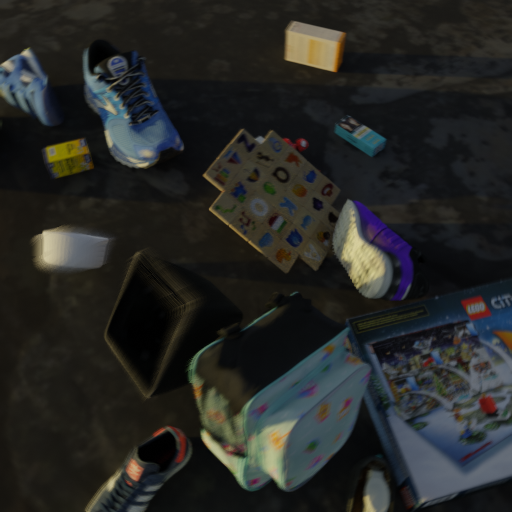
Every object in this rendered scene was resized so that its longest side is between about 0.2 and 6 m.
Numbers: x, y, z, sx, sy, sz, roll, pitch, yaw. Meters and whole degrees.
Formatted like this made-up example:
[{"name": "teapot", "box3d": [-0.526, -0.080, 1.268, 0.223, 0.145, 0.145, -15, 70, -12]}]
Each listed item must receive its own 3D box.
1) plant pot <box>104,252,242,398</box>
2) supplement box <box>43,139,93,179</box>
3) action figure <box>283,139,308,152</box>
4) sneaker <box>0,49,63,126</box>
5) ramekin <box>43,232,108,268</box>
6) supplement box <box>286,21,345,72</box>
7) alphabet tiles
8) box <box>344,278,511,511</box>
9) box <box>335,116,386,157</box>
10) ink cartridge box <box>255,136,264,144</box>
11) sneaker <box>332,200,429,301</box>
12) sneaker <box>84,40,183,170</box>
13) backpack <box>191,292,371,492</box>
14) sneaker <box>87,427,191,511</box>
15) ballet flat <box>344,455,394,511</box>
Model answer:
[{"name": "plant pot", "box3d": [-1.143, 1.000, 8.323, 1.350, 1.518, 1.522, 8, 23, -45]}, {"name": "supplement box", "box3d": [-3.792, -1.962, 11.315, 0.844, 0.459, 0.462, -17, 56, -12]}, {"name": "action figure", "box3d": [0.489, -1.536, 10.866, 1.095, 0.722, 2.212, 28, 60, 28]}, {"name": "sneaker", "box3d": [-4.949, -3.518, 12.193, 1.033, 0.928, 2.511, -27, 52, -14]}, {"name": "ramekin", "box3d": [-3.101, -0.100, 9.561, 1.066, 1.066, 0.520, 7, 92, 5]}, {"name": "supplement box", "box3d": [1.382, -4.940, 13.222, 1.281, 0.807, 0.471, 19, 57, 12]}, {"name": "alphabet tiles", "box3d": [0.411, -1.016, 10.068, 2.615, 0.083, 2.176, 40, 60, -10]}, {"name": "box", "box3d": [3.662, 1.823, 8.425, 4.039, 0.761, 2.758, -12, 55, -9]}, {"name": "box", "box3d": [2.197, -2.537, 11.852, 0.425, 0.254, 1.032, -38, 63, -24]}, {"name": "ink cartridge box", "box3d": [-0.022, -1.936, 11.257, 0.718, 0.521, 0.519, -34, 61, -21]}, {"name": "sneaker", "box3d": [2.148, -0.043, 9.482, 1.258, 0.879, 2.529, 10, 32, -16]}, {"name": "sneaker", "box3d": [-2.712, -3.191, 11.504, 1.402, 1.591, 3.569, -29, 60, -19]}, {"name": "backpack", "box3d": [0.316, 1.937, 7.341, 1.786, 2.329, 2.048, 38, 51, 25]}, {"name": "sneaker", "box3d": [-1.662, 3.039, 7.557, 0.695, 0.784, 1.855, 32, 61, 20]}, {"name": "ballet flat", "box3d": [1.372, 3.657, 7.108, 0.793, 0.798, 2.334, 8, 55, 5]}]
